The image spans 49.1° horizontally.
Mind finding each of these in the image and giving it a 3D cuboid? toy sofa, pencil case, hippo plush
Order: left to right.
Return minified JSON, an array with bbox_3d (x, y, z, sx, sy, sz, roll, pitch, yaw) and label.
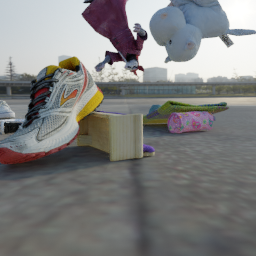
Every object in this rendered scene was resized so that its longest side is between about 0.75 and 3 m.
[{"bbox_3d":[-0.273,0.055,4.901,0.824,0.700,1.690,-4,7,-28],"label":"toy sofa"},{"bbox_3d":[1.728,-2.911,8.542,2.246,2.793,2.225,-46,11,-16],"label":"hippo plush"},{"bbox_3d":[1.759,-0.162,7.736,1.371,0.599,0.599,-3,7,-32],"label":"pencil case"}]

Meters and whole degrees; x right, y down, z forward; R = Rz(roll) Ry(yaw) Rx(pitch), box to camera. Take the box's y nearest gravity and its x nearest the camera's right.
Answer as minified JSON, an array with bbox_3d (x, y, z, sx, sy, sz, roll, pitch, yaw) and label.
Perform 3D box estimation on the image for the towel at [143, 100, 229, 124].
[{"bbox_3d":[1.585,-0.475,9.176,2.098,0.333,2.921,-1,-7,-16],"label":"towel"}]

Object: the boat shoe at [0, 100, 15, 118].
[{"bbox_3d":[-6.186,-0.911,13.565,0.856,0.843,2.415,-5,8,-40],"label":"boat shoe"}]

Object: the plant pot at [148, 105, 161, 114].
[{"bbox_3d":[1.538,-0.939,15.007,0.919,0.619,0.919,-1,6,0],"label":"plant pot"}]

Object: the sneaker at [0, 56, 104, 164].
[{"bbox_3d":[-1.265,-0.356,4.403,0.984,1.038,2.528,-14,27,22],"label":"sneaker"}]

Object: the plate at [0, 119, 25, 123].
[{"bbox_3d":[-3.911,-0.215,10.104,1.065,0.173,1.068,0,6,10],"label":"plate"}]

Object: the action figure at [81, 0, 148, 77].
[{"bbox_3d":[-0.325,-3.072,9.537,1.960,2.926,2.179,-24,15,18],"label":"action figure"}]

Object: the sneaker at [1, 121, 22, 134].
[{"bbox_3d":[-3.083,-0.032,7.534,0.502,0.328,0.897,-2,5,-12],"label":"sneaker"}]
